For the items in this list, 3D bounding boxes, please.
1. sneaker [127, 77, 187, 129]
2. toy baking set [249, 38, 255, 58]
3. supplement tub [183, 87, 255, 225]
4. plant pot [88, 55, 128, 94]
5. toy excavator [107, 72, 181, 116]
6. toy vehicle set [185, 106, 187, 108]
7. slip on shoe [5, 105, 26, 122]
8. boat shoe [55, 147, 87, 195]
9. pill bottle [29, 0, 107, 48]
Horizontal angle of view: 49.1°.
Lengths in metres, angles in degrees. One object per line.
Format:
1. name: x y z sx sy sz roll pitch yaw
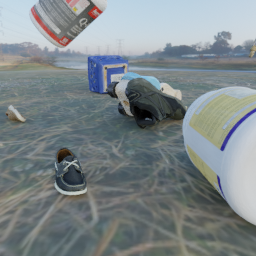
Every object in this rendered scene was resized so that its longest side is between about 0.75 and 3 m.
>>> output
1. sneaker: 1.094 -0.531 10.119 1.085 1.625 2.838 -21 -34 40
2. toy baking set: 3.809 -2.600 8.260 0.167 1.439 1.104 25 -3 18
3. supplement tub: 2.141 0.285 5.027 1.935 1.935 2.662 -1 15 -5
4. plant pot: -1.228 -3.573 18.942 2.433 2.433 2.188 -10 23 -24
5. toy excavator: 0.991 -1.453 11.833 1.449 2.821 2.901 16 54 48
6. toy vehicle set: 2.037 -0.986 13.339 0.807 0.172 1.299 -14 20 -42
7. slip on shoe: -4.453 -0.487 10.982 0.452 0.567 1.492 -47 42 -12
8. boat shoe: -1.202 0.855 5.642 0.579 0.545 1.613 -4 17 -20
9. pill bottle: -1.149 -2.768 6.158 1.894 1.097 1.097 -37 6 16
